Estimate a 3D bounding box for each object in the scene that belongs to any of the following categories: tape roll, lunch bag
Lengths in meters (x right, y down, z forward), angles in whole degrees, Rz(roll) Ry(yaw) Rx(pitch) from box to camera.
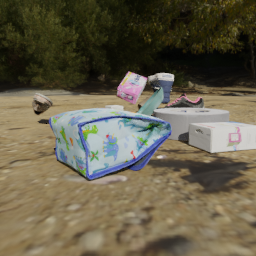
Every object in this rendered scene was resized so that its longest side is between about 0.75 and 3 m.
[{"bbox_3d":[2.210,-0.200,10.033,2.661,0.879,2.661,0,8,0],"label":"tape roll"},{"bbox_3d":[-0.386,0.161,6.133,2.110,1.344,1.794,-17,16,-31],"label":"lunch bag"}]

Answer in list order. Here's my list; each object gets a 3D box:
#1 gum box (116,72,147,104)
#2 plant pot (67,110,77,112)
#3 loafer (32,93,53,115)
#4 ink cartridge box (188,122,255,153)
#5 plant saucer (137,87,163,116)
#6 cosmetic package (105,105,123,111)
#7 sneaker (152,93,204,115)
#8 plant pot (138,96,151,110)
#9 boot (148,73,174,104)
[{"bbox_3d":[0.137,-1.502,10.472,0.775,0.452,1.366,21,42,5],"label":"gum box"},{"bbox_3d":[-3.289,-1.016,17.817,1.269,0.174,1.269,0,8,0],"label":"plant pot"},{"bbox_3d":[-3.725,-0.937,11.997,0.807,0.706,2.246,29,-10,-14],"label":"loafer"},{"bbox_3d":[2.662,0.221,7.923,1.579,0.668,1.141,-1,9,-19],"label":"ink cartridge box"},{"bbox_3d":[0.797,-0.747,11.575,0.392,2.183,2.183,40,8,-4],"label":"plant saucer"},{"bbox_3d":[-0.722,-0.820,14.718,0.695,0.699,0.835,-5,9,-26],"label":"cosmetic package"},{"bbox_3d":[2.634,-1.114,14.588,2.844,1.357,1.124,-1,10,3],"label":"sneaker"},{"bbox_3d":[1.172,-1.428,18.141,0.938,1.081,1.081,-20,16,-20],"label":"plant pot"},{"bbox_3d":[1.504,-1.858,13.723,1.066,1.323,2.929,6,4,-2],"label":"boot"}]
